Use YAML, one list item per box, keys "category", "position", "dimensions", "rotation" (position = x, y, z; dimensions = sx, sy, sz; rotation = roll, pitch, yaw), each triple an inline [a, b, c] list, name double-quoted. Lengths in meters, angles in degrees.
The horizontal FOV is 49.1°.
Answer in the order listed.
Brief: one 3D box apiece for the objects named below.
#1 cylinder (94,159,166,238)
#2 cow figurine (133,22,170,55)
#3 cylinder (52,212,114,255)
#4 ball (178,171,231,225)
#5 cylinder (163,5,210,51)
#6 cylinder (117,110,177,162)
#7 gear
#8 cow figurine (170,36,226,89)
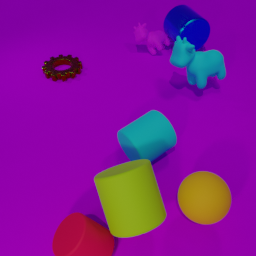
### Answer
- category: "cylinder"
  position: [0.042, 1.289, 5.313]
  dimensions: [1.115, 1.115, 1.115]
  rotation: [-18, 92, -17]
- category: "cow figurine"
  position: [0.856, -3.388, 10.383]
  dimensions: [1.294, 0.710, 1.273]
  rotation: [-41, 102, -37]
- category: "cylinder"
  position: [-0.804, 2.075, 5.090]
  dimensions: [0.811, 0.811, 0.811]
  rotation: [-29, 37, 24]
- category: "ball"
  position: [1.462, 1.333, 5.391]
  dimensions: [0.992, 0.992, 0.992]
  rotation: [0, 45, 0]
- category: "cylinder"
  position: [2.142, -3.664, 10.320]
  dimensions: [1.293, 1.293, 1.293]
  rotation: [-14, 47, -13]
- category: "cylinder"
  position: [0.451, 0.261, 6.776]
  dimensions: [1.046, 1.046, 1.046]
  rotation: [-32, 53, -18]
- category: "gear"
  position: [-2.294, -2.121, 9.810]
  dimensions: [1.345, 0.249, 1.345]
  rotation: [0, 45, 0]
- category: "cow figurine"
  position: [2.083, -2.024, 8.260]
  dimensions: [1.666, 1.640, 0.915]
  rotation: [-24, 30, -12]
